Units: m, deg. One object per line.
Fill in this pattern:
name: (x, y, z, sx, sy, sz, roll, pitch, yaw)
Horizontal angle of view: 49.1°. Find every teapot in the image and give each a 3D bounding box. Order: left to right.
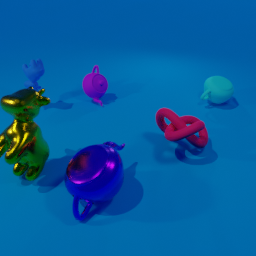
teapot: (-1.025, -1.373, 9.226, 0.873, 1.404, 0.687, 0, -7, -40)
teapot: (-0.596, 0.944, 5.817, 1.258, 0.991, 2.023, 3, 52, 34)
teapot: (2.963, -1.214, 9.187, 1.560, 0.764, 0.970, -20, 55, -29)

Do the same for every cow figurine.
cow figurine: (-2.184, 0.071, 6.123, 0.959, 1.746, 1.718, 12, 60, 27)
cow figurine: (-2.844, -1.552, 8.545, 0.949, 0.934, 0.521, -12, 12, 38)

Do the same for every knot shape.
knot shape: (1.362, 0.020, 6.880, 1.481, 0.684, 1.385, 19, 9, 2)
